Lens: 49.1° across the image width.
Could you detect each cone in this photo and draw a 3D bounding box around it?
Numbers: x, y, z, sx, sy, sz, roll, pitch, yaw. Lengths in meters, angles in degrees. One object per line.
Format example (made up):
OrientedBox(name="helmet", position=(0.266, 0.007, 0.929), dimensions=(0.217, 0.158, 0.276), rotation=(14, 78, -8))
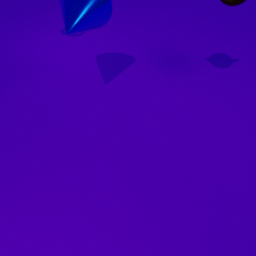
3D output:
OrientedBox(name="cone", position=(-1.289, -2.774, 7.068), dimensions=(1.487, 1.487, 1.493), rotation=(9, 51, 8))

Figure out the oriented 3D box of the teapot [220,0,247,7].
OrientedBox(name="teapot", position=(2.694, -3.416, 6.942), dimensions=(1.347, 0.660, 0.837), rotation=(-1, 93, 19))
